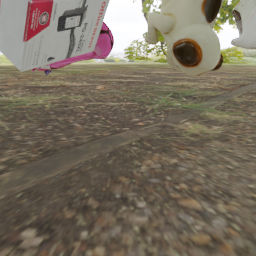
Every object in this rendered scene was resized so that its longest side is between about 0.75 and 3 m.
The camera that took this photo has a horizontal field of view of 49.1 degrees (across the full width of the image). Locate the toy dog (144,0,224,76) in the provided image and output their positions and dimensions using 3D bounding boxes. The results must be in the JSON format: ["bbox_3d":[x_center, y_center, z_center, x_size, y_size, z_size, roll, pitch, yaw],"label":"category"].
[{"bbox_3d":[1.548,-2.474,6.562,2.421,2.497,1.742,-2,-2,38],"label":"toy dog"}]

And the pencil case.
[{"bbox_3d":[-1.615,-2.158,7.661,2.412,1.094,1.130,-6,44,29],"label":"pencil case"}]

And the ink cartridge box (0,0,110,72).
[{"bbox_3d":[-1.061,-1.613,4.178,0.632,1.101,1.516,43,45,15],"label":"ink cartridge box"}]

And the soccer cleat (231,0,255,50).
[{"bbox_3d":[3.055,-3.103,6.821,0.949,2.447,0.848,6,-10,17],"label":"soccer cleat"}]
